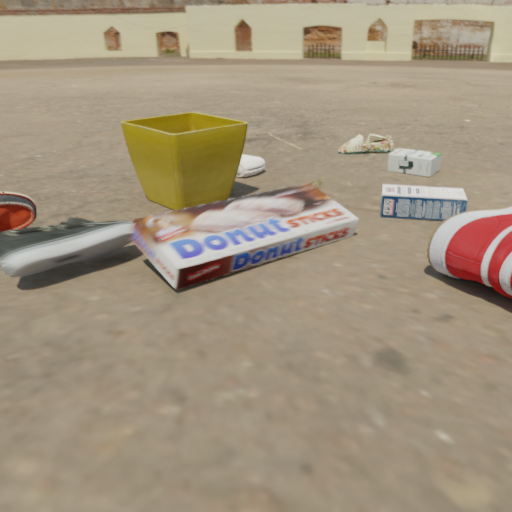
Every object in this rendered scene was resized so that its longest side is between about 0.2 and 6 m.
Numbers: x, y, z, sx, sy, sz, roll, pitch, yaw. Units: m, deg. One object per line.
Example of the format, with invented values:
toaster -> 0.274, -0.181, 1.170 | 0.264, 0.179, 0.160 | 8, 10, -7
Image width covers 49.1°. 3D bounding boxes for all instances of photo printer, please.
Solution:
photo printer -> -0.410, -2.274, 14.045 | 1.136, 0.395, 0.945 | 17, 28, 35

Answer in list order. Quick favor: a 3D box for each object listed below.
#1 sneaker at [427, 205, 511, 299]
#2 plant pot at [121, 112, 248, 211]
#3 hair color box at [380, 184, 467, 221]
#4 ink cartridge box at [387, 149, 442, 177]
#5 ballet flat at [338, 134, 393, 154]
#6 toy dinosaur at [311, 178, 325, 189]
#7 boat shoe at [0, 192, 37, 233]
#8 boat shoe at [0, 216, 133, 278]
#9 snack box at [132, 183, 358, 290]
sneaker -> 4.528, -0.216, 8.101 | 3.586, 1.277, 2.017 | -18, 24, -20
plant pot -> -1.456, -1.953, 11.672 | 1.900, 1.676, 1.901 | -20, 30, -39
hair color box -> 3.277, -1.052, 11.074 | 1.588, 0.480, 0.794 | 5, 24, 12
ink cartridge box -> 3.997, -2.371, 14.178 | 1.131, 0.470, 0.829 | 15, 27, 31
ballet flat -> 3.163, -3.238, 16.148 | 1.650, 0.527, 0.624 | -4, 23, -9
toy dinosaur -> 0.635, -1.179, 11.481 | 1.997, 0.474, 0.880 | -13, 20, -17
boat shoe -> -4.838, -0.481, 9.329 | 2.345, 0.835, 0.734 | -14, 29, -24
boat shoe -> -2.787, -0.281, 8.491 | 2.212, 0.626, 0.759 | -19, -12, -44
snack box -> -0.062, -0.445, 9.224 | 3.724, 0.453, 1.339 | -16, 45, -36
